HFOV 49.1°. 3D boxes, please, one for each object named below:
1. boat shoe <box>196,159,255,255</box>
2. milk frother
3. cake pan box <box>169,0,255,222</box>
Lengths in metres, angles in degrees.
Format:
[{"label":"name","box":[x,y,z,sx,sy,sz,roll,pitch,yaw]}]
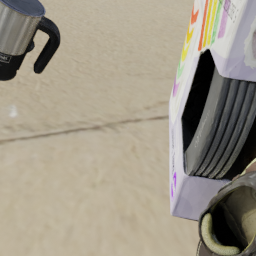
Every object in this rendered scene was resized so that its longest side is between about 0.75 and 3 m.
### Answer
[{"label":"boat shoe","box":[0.947,0.958,2.672,0.590,1.820,0.666,-13,41,-27]},{"label":"milk frother","box":[-2.434,-2.146,5.957,1.590,1.657,1.762,3,48,-46]},{"label":"cake pan box","box":[1.161,-0.667,3.703,0.774,2.725,2.959,8,38,2]}]
